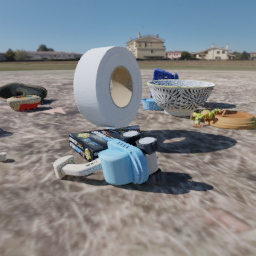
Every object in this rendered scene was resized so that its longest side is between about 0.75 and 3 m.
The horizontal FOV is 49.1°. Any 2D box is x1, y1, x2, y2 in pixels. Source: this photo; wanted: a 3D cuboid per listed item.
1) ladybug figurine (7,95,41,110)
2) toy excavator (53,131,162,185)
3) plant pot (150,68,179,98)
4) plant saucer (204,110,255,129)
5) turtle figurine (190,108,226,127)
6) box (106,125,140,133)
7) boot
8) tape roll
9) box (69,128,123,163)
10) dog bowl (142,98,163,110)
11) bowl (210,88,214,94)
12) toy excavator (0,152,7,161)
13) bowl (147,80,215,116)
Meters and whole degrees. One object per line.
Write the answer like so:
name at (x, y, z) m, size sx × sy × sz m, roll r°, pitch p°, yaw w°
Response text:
ladybug figurine at (-4.773, -1.166, 12.984) m, size 1.600 × 0.576 × 1.086 m, roll -14°, pitch 20°, yaw -42°
toy excavator at (-0.436, 0.703, 5.596) m, size 1.728 × 0.863 × 1.680 m, roll -19°, pitch 21°, yaw -30°
plant pot at (2.178, -2.580, 16.530) m, size 1.487 × 1.654 × 1.654 m, roll 9°, pitch 15°, yaw 6°
plant saucer at (3.797, -0.347, 10.307) m, size 1.913 × 0.358 × 1.913 m, roll 0°, pitch 14°, yaw 0°
turtle figurine at (2.722, -0.451, 10.219) m, size 1.447 × 0.466 × 1.167 m, roll -28°, pitch 9°, yaw -11°
box at (-0.151, 0.061, 9.062) m, size 1.073 × 0.186 × 0.590 m, roll 0°, pitch 15°, yaw -1°
boot at (-5.689, -1.785, 14.763) m, size 2.613 × 1.012 × 1.808 m, roll -3°, pitch 20°, yaw -9°
tape roll at (-0.499, -1.181, 8.256) m, size 0.825 × 2.360 × 2.360 m, roll 4°, pitch 14°, yaw 32°
box at (-0.648, 0.422, 7.258) m, size 1.317 × 0.381 × 1.657 m, roll -8°, pitch 16°, yaw -28°
dog bowl at (1.448, -1.184, 13.332) m, size 1.807 × 0.448 × 1.007 m, roll -14°, pitch 20°, yaw -41°
bowl at (3.269, -1.638, 14.110) m, size 1.975 × 0.927 × 1.975 m, roll 1°, pitch 14°, yaw 0°
toy excavator at (-3.410, 0.657, 6.421) m, size 0.893 × 0.459 × 0.918 m, roll 5°, pitch 7°, yaw 14°
bowl at (2.183, -1.273, 11.906) m, size 2.795 × 1.312 × 2.795 m, roll 1°, pitch 15°, yaw 0°
